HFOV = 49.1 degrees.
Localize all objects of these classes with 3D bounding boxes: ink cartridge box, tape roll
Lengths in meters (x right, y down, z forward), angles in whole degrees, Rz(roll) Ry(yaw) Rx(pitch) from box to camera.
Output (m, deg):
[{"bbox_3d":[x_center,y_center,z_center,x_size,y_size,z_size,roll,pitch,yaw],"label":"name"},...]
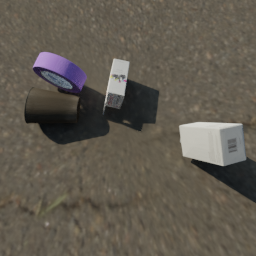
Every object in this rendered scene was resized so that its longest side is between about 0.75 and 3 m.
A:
[{"bbox_3d":[-0.377,-1.256,8.934,0.545,0.925,1.606,11,66,-6],"label":"ink cartridge box"},{"bbox_3d":[-2.120,-1.697,8.754,1.589,1.589,0.521,20,78,9],"label":"tape roll"}]

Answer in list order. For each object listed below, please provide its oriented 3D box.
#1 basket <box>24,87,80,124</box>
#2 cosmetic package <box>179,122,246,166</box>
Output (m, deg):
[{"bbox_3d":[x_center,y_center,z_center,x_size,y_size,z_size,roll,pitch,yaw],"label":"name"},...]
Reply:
[{"bbox_3d":[-2.261,-0.625,8.640,1.471,1.000,1.326,6,40,-3],"label":"basket"},{"bbox_3d":[2.193,0.365,7.538,0.761,1.793,0.965,-11,98,-20],"label":"cosmetic package"}]
